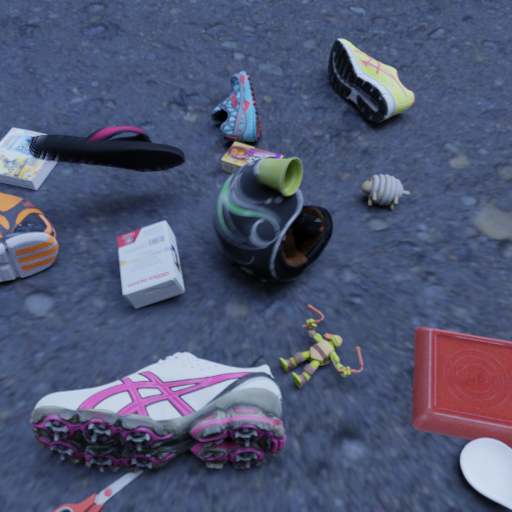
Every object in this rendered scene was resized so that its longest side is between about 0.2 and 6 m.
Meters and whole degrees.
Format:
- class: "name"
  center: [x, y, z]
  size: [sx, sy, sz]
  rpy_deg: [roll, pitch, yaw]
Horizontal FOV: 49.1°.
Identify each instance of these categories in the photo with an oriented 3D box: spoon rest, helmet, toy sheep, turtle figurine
- class: "spoon rest"
  center: [3.361, 3.145, 7.309]
  size: [0.818, 0.499, 1.647]
  rpy_deg: [-21, 55, -16]
- class: "helmet"
  center: [0.166, -0.648, 9.473]
  size: [1.930, 1.930, 1.840]
  rpy_deg: [-36, 52, -25]
- class: "toy sheep"
  center: [2.483, -1.250, 10.784]
  size: [0.953, 0.657, 0.657]
  rpy_deg: [11, 51, -8]
- class: "turtle figurine"
  center: [0.910, 1.482, 8.685]
  size: [1.079, 0.431, 1.338]
  rpy_deg: [-31, 64, -14]

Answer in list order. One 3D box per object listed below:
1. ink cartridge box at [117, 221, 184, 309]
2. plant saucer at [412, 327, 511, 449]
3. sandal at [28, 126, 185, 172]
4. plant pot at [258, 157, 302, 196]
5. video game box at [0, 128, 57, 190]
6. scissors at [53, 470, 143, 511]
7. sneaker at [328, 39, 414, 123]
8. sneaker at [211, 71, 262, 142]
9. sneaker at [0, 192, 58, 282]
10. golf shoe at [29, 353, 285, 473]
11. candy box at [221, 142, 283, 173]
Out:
- class: "ink cartridge box"
  center: [-1.799, 0.150, 9.500]
  size: [0.921, 0.523, 1.264]
  rpy_deg: [-18, 54, 3]
- class: "plant saucer"
  center: [3.294, 1.883, 8.434]
  size: [1.772, 0.326, 1.775]
  rpy_deg: [9, 51, 7]
- class: "sandal"
  center: [-2.579, -1.998, 9.962]
  size: [2.718, 1.021, 0.613]
  rpy_deg: [3, 74, -21]
- class: "plant pot"
  center: [0.330, -1.244, 8.439]
  size: [0.523, 0.569, 0.569]
  rpy_deg: [18, 52, 30]
- class: "video game box"
  center: [-4.794, -2.027, 11.570]
  size: [1.263, 0.324, 1.386]
  rpy_deg: [10, 52, 11]
- class: "scissors"
  center: [-2.112, 3.206, 7.491]
  size: [0.675, 0.129, 1.846]
  rpy_deg: [30, 58, 22]
- class: "sneaker"
  center: [2.608, -4.053, 12.861]
  size: [1.202, 1.040, 2.662]
  rpy_deg: [-16, 59, -22]
- class: "sneaker"
  center: [-0.509, -3.300, 12.253]
  size: [1.023, 0.850, 2.143]
  rpy_deg: [-10, 48, 0]
- class: "sneaker"
  center: [-5.073, -0.166, 9.708]
  size: [2.957, 1.147, 1.657]
  rpy_deg: [-16, 48, -25]
- class: "golf shoe"
  center: [-1.319, 2.099, 7.799]
  size: [3.360, 1.220, 1.547]
  rpy_deg: [2, 40, -8]
- class: "candy box"
  center: [-0.074, -1.894, 11.458]
  size: [1.119, 0.316, 0.653]
  rpy_deg: [19, 53, 18]
